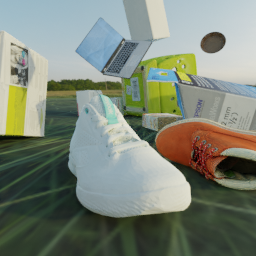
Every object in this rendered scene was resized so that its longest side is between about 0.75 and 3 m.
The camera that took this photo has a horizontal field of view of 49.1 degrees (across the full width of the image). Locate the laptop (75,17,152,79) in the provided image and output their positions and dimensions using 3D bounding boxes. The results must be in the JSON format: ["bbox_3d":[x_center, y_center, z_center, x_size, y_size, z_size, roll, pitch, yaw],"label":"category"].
[{"bbox_3d":[-0.239,-1.454,5.044,0.970,0.908,0.562,16,-24,32],"label":"laptop"}]

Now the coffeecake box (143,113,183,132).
[{"bbox_3d":[1.033,-0.179,8.234,0.876,0.417,1.142,-3,8,-19],"label":"coffeecake box"}]

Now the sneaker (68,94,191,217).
[{"bbox_3d":[-0.212,0.163,3.112,0.899,1.058,2.391,-2,8,-26],"label":"sneaker"}]

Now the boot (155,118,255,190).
[{"bbox_3d":[1.044,0.306,3.655,1.877,0.704,1.007,7,15,37],"label":"boot"}]

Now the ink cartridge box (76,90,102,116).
[{"bbox_3d":[-1.720,-1.146,12.877,0.639,1.132,1.545,-3,5,16],"label":"ink cartridge box"}]

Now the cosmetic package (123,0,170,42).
[{"bbox_3d":[0.394,-2.792,6.521,0.654,1.542,0.830,-3,14,37],"label":"cosmetic package"}]

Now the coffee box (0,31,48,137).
[{"bbox_3d":[-3.080,-0.795,6.136,1.943,1.946,1.924,1,-3,9],"label":"coffee box"}]

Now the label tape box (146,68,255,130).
[{"bbox_3d":[1.807,-0.593,6.329,2.888,0.955,2.069,10,18,3],"label":"label tape box"}]

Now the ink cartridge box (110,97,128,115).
[{"bbox_3d":[-0.268,-1.046,13.270,1.146,0.832,0.478,-7,8,-41],"label":"ink cartridge box"}]

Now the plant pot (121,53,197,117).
[{"bbox_3d":[1.247,-1.804,12.433,2.482,2.735,2.722,-12,13,-31],"label":"plant pot"}]

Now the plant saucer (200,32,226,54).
[{"bbox_3d":[2.633,-2.609,8.661,0.773,0.773,0.141,3,-16,24],"label":"plant saucer"}]
